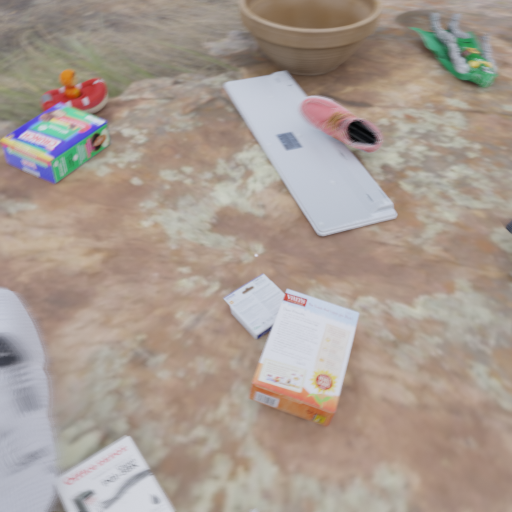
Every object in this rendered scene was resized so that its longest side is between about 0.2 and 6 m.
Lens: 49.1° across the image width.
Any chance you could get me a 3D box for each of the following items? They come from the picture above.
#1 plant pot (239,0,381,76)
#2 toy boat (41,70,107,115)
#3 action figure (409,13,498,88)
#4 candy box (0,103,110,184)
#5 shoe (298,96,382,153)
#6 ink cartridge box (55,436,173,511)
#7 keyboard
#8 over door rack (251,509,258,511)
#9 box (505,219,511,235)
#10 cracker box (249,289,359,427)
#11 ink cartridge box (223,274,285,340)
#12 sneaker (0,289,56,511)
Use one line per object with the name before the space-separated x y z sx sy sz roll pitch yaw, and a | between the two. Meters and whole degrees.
plant pot | 1.173 -5.106 12.729 3.125 1.442 3.125 0 45 0
toy boat | -3.737 -3.364 11.412 1.330 0.869 0.868 -19 49 -18
action figure | 4.794 -4.709 12.892 1.633 0.756 2.765 -5 49 -9
candy box | -3.692 -2.113 10.391 1.258 0.573 1.488 24 51 20
shoe | 1.530 -2.425 10.169 1.706 0.610 0.776 30 9 3
ink cartridge box | -1.401 2.635 5.764 0.893 0.504 1.217 -28 52 -24
keyboard | 0.816 -2.216 10.780 1.447 0.274 5.140 -18 48 -10
over door rack | 0.372 3.491 4.887 2.123 0.707 1.569 18 45 35
box | 4.345 -0.193 8.153 0.984 0.620 1.001 17 31 -41
cracker box | 0.633 1.244 7.093 1.025 0.442 1.531 19 50 7
ink cartridge box | 0.057 0.703 7.883 0.755 0.167 0.769 -30 57 -25
sneaker | -3.252 1.751 5.669 2.010 1.314 3.497 -24 32 -10
